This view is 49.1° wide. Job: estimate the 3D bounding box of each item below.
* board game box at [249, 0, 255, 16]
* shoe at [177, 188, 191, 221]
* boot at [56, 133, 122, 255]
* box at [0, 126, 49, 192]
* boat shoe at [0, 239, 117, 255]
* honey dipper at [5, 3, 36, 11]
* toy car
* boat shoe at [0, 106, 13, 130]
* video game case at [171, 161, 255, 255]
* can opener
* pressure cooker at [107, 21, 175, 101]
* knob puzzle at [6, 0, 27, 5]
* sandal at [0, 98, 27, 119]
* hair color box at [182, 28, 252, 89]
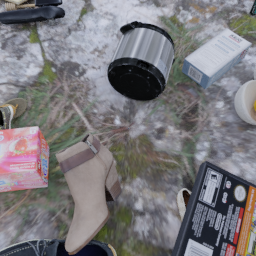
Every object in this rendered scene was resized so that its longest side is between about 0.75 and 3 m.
[{"bbox_3d":[5.094,-4.707,9.851,1.574,1.064,0.222,-28,62,-15],"label":"board game box"},{"bbox_3d":[1.468,2.123,6.133,0.589,0.449,1.684,-13,60,-8],"label":"shoe"},{"bbox_3d":[-0.958,1.163,5.777,1.616,0.776,2.210,59,33,-12],"label":"boot"},{"bbox_3d":[-3.108,0.814,6.547,2.274,1.077,1.167,-5,59,-3],"label":"box"},{"bbox_3d":[-1.524,2.650,5.508,2.641,0.822,0.985,-2,60,-6],"label":"boat shoe"},{"bbox_3d":[-3.652,-4.435,10.158,1.488,0.283,0.283,-7,59,-7],"label":"honey dipper"},{"bbox_3d":[4.468,-0.876,7.090,2.175,2.538,2.900,47,64,-13],"label":"toy car"},{"bbox_3d":[-3.169,-0.130,7.131,0.346,0.969,0.290,41,34,27],"label":"boat shoe"},{"bbox_3d":[2.307,2.515,5.644,2.661,0.375,2.944,26,62,1],"label":"video game case"},{"bbox_3d":[-3.312,-3.899,9.624,2.341,0.742,0.920,-10,86,5],"label":"can opener"},{"bbox_3d":[0.445,-1.919,7.838,1.702,1.676,1.906,16,64,5],"label":"pressure cooker"},{"bbox_3d":[-4.205,-5.392,10.570,2.134,0.296,2.134,-1,51,1],"label":"knob puzzle"},{"bbox_3d":[-3.304,-0.434,7.483,1.301,0.523,0.351,-24,17,-34],"label":"sandal"},{"bbox_3d":[2.711,-2.157,8.596,1.996,0.605,0.988,-38,66,-19],"label":"hair color box"}]
